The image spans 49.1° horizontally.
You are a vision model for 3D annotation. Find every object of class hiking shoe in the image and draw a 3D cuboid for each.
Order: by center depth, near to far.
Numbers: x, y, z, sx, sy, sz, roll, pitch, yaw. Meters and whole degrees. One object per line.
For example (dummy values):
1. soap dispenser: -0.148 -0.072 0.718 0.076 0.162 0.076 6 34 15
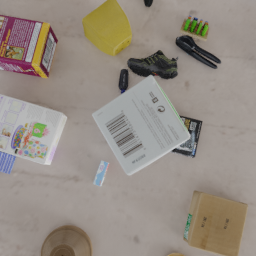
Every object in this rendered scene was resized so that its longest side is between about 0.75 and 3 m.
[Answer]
1. hiking shoe: 0.993 -2.589 11.141 2.051 0.777 1.032 10 71 -7

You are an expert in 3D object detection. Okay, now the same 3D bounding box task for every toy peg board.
1. toy peg board: 2.756 -4.131 11.201 1.109 0.542 1.104 21 49 3

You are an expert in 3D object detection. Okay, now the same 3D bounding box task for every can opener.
1. can opener: 2.773 -3.009 11.234 2.048 0.649 0.805 34 56 -2

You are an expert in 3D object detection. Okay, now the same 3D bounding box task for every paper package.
1. paper package: 3.041 3.331 9.848 1.802 0.978 1.891 15 80 3

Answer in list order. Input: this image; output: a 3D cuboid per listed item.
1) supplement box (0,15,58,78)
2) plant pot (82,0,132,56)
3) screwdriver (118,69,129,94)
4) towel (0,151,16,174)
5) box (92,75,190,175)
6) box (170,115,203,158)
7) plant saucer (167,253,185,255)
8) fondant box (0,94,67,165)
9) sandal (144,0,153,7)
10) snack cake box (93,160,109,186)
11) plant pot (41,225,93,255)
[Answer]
1. supplement box: -4.354 -3.156 10.825 2.716 1.401 1.778 11 80 2
2. plant pot: -0.667 -3.771 10.959 1.521 1.511 1.556 -40 88 -7
3. screwdriver: -0.199 -0.966 11.034 0.404 0.387 2.777 4 85 -30
4. towel: -4.860 1.271 10.666 1.015 0.121 0.735 15 81 3
5. box: 0.555 -0.068 9.617 2.386 2.044 2.374 -32 83 10
6. box: 2.123 0.306 10.715 1.142 0.360 1.448 15 80 3
7. plant saucer: 1.710 5.020 9.923 1.173 0.208 1.173 0 79 0
8. fondant box: -3.980 0.041 10.544 2.774 0.808 2.001 17 80 4
9. sandal: 0.890 -5.947 11.828 0.416 0.654 1.739 -3 86 -26
10. snack cake box: -0.988 1.682 10.383 0.303 0.518 0.901 18 80 3
11. plant pot: -2.187 4.387 9.722 1.842 0.850 1.842 0 78 0
